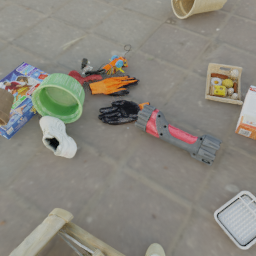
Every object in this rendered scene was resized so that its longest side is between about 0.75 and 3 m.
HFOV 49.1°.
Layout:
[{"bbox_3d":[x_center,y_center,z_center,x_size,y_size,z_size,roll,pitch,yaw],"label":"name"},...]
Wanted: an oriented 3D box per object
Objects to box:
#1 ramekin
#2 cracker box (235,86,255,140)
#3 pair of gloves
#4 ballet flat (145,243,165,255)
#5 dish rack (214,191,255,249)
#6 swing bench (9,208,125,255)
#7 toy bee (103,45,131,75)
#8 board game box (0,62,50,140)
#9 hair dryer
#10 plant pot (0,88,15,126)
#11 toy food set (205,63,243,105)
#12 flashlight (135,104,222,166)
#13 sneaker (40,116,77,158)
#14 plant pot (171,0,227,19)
[{"bbox_3d":[-2.210,-0.992,9.172,1.630,1.630,0.796,6,47,4],"label":"ramekin"},{"bbox_3d":[4.491,-0.455,9.390,1.272,0.548,1.899,21,58,15],"label":"cracker box"},{"bbox_3d":[-0.283,-1.041,10.005,1.919,0.266,2.154,-13,58,-11],"label":"pair of gloves"},{"bbox_3d":[0.608,3.494,6.543,0.565,0.565,1.625,8,54,6],"label":"ballet flat"},{"bbox_3d":[3.067,2.444,7.452,1.344,0.293,1.154,-28,60,-19],"label":"dish rack"},{"bbox_3d":[-1.635,3.319,5.799,2.592,1.682,2.578,30,52,20],"label":"swing bench"},{"bbox_3d":[-0.292,-2.471,10.868,1.345,0.731,0.881,-23,63,13],"label":"toy bee"},{"bbox_3d":[-3.922,-1.076,9.880,1.872,0.476,2.765,27,59,18],"label":"board game box"},{"bbox_3d":[-1.547,-1.843,10.293,1.437,0.512,1.887,19,67,24],"label":"hair dryer"},{"bbox_3d":[-3.846,-0.695,8.284,1.025,1.025,0.893,18,69,13],"label":"plant pot"},{"bbox_3d":[3.555,-1.651,10.266,1.263,0.532,1.761,10,55,7],"label":"toy food set"},{"bbox_3d":[1.561,0.129,8.772,2.661,0.901,0.904,24,53,18],"label":"flashlight"},{"bbox_3d":[-2.318,0.195,8.621,1.751,0.870,0.682,44,107,28],"label":"sneaker"},{"bbox_3d":[3.365,-6.141,12.757,1.986,2.170,2.170,-8,54,-20],"label":"plant pot"}]
